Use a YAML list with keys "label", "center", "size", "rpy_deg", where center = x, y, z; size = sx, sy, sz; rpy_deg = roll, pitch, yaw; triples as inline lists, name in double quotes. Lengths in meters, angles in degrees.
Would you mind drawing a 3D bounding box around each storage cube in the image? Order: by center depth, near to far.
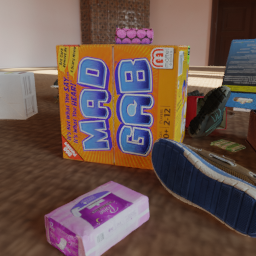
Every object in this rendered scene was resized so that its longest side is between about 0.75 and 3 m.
- label: "storage cube"
  center: [2.730, -0.560, 10.054]
  size: [1.136, 1.328, 1.194]
  rpy_deg: [-4, 10, -10]

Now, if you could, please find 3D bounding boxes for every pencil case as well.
- label: "pencil case"
  center: [0.176, -2.621, 7.920]
  size: [1.071, 0.486, 0.502]
  rpy_deg: [2, 24, -2]

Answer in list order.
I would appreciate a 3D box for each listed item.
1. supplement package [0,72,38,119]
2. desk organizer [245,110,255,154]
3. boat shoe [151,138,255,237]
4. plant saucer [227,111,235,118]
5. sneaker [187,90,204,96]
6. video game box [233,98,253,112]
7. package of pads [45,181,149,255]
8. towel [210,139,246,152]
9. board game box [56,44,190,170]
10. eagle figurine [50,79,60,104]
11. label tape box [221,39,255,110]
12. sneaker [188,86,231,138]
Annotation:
- label: "supplement package"
  center: [-5.299, -1.412, 11.890]
  size: [2.384, 1.856, 1.322]
  rpy_deg: [1, 16, 4]
- label: "desk organizer"
  center: [3.978, 0.291, 7.443]
  size: [0.963, 1.034, 2.685]
  rpy_deg: [2, 16, 9]
- label: "boat shoe"
  center: [1.579, 0.988, 5.381]
  size: [1.025, 1.023, 2.833]
  rpy_deg: [-6, 26, -35]
- label: "plant saucer"
  center: [4.177, -0.587, 12.168]
  size: [0.891, 0.143, 0.891]
  rpy_deg: [1, 16, 0]
- label: "sneaker"
  center: [2.731, -1.019, 12.470]
  size: [1.302, 1.089, 2.868]
  rpy_deg: [-9, 9, 6]
- label: "video game box"
  center: [6.201, -1.151, 13.493]
  size: [1.764, 0.453, 1.937]
  rpy_deg: [7, 19, 31]
- label: "package of pads"
  center: [-0.429, 1.408, 4.399]
  size: [0.905, 0.568, 1.502]
  rpy_deg: [13, 20, 38]
- label: "towel"
  center: [2.992, 0.521, 8.390]
  size: [0.637, 0.098, 0.835]
  rpy_deg: [-12, 19, -37]
- label: "board game box"
  center: [0.081, -0.832, 7.912]
  size: [2.923, 2.922, 2.924]
  rpy_deg: [5, 17, 16]
- label: "eagle figurine"
  center: [-3.271, -2.142, 15.159]
  size: [1.556, 2.051, 1.548]
  rpy_deg: [29, -33, -12]
- label: "label tape box"
  center: [3.980, -1.632, 8.946]
  size: [1.672, 2.318, 0.734]
  rpy_deg: [12, -6, 41]
- label: "sneaker"
  center: [2.667, -0.489, 8.874]
  size: [0.782, 1.972, 0.743]
  rpy_deg: [7, 41, -27]
